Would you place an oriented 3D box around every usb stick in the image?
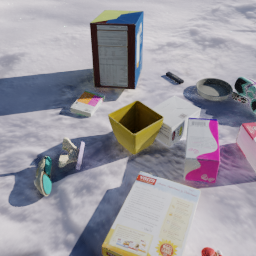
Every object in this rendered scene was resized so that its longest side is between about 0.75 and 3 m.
[{"bbox_3d":[2.306,-2.492,13.837,0.313,0.184,1.128,-23,46,-26],"label":"usb stick"}]

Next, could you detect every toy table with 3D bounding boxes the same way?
[{"bbox_3d":[-1.857,0.854,9.261,0.714,1.121,1.220,11,15,-10],"label":"toy table"}]

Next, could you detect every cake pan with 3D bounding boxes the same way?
[{"bbox_3d":[3.945,-1.775,12.884,1.655,0.304,1.655,0,40,0],"label":"cake pan"}]

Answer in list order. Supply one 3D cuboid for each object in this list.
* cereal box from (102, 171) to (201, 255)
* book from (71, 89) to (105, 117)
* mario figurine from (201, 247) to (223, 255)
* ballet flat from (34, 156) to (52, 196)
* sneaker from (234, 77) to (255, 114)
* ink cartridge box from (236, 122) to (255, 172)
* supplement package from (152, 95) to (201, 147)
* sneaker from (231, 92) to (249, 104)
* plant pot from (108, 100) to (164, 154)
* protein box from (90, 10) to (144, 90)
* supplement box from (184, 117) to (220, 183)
[{"bbox_3d":[0.731,2.509,7.588,1.921,0.528,2.670,16,43,18],"label":"cereal box"},{"bbox_3d":[-1.699,-1.089,12.071,0.956,0.344,1.431,16,43,14],"label":"book"},{"bbox_3d":[2.142,3.363,6.806,0.594,0.510,0.963,10,35,-50],"label":"mario figurine"},{"bbox_3d":[-2.697,1.565,8.836,0.539,0.539,1.553,-5,39,-6],"label":"ballet flat"},{"bbox_3d":[5.869,-1.370,11.955,1.673,0.929,2.391,-5,53,-24],"label":"sneaker"},{"bbox_3d":[5.182,0.565,9.594,2.255,0.933,1.652,-6,40,-7],"label":"ink cartridge box"},{"bbox_3d":[1.680,-0.298,10.622,1.679,0.931,1.308,-31,49,-31],"label":"supplement package"},{"bbox_3d":[4.972,-1.345,12.449,0.811,0.327,0.338,40,38,27],"label":"sneaker"},{"bbox_3d":[0.273,0.058,9.965,1.413,1.246,1.413,-29,48,-29],"label":"plant pot"},{"bbox_3d":[-0.385,-3.649,12.880,1.916,2.840,2.819,5,33,7],"label":"protein box"},{"bbox_3d":[2.439,0.684,9.335,1.034,1.056,2.043,5,39,12],"label":"supplement box"}]
